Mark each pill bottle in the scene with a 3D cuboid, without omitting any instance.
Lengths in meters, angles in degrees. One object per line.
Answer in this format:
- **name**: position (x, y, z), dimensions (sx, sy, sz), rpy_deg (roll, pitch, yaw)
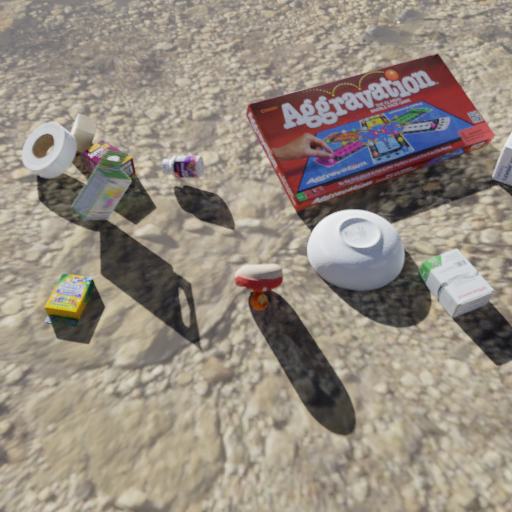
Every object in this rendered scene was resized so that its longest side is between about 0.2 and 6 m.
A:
- **pill bottle**: position (-1.705, -2.071, 13.052), dimensions (0.904, 0.504, 0.504), rpy_deg (1, 49, 12)

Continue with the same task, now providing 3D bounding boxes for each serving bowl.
- **serving bowl**: position (2.085, -0.267, 11.590), dimensions (2.024, 0.666, 2.024), rpy_deg (-1, 49, 1)

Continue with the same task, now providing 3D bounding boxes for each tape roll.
- **tape roll**: position (-4.900, -2.492, 13.276), dimensions (1.290, 0.451, 1.290), rpy_deg (-8, 68, 21)

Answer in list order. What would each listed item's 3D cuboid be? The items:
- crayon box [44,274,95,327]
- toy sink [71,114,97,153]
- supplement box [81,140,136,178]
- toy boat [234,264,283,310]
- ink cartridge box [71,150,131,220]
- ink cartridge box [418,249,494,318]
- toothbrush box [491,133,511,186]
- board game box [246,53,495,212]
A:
- **crayon box**: position (-3.638, 0.847, 10.886), dimensions (0.651, 0.267, 1.036), rpy_deg (8, 50, 7)
- **toy sink**: position (-4.324, -2.927, 13.911), dimensions (0.520, 0.928, 0.605), rpy_deg (16, 44, -25)
- **supplement box**: position (-3.502, -2.183, 13.311), dimensions (1.081, 0.558, 0.708), rpy_deg (30, 56, 23)
- **toy boat**: position (0.056, 0.608, 10.598), dimensions (0.840, 1.287, 0.841), rpy_deg (-2, 83, -9)
- **ink cartridge box**: position (-3.193, -1.478, 11.950), dimensions (0.453, 1.527, 0.793), rpy_deg (42, 18, 15)
- **ink cartridge box**: position (3.907, 0.536, 11.002), dimensions (0.866, 0.491, 1.181), rpy_deg (-18, 51, -15)
- **toothbrush box**: position (7.064, -2.227, 13.017), dimensions (2.451, 1.045, 1.794), rpy_deg (25, 54, 20)
- **board game box**: position (2.817, -3.165, 13.637), dimensions (5.510, 0.536, 2.836), rpy_deg (-20, 69, -16)
